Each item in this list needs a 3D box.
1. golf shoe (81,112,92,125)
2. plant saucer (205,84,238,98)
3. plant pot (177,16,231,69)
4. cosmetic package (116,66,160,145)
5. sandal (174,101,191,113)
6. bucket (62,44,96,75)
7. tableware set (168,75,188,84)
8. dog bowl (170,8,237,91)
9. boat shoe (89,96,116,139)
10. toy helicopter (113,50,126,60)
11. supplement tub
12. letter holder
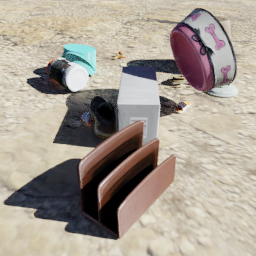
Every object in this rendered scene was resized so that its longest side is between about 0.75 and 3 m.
[{"bbox_3d":[-1.365,-0.288,9.221,0.357,0.294,0.781,-11,25,-2],"label":"golf shoe"},{"bbox_3d":[3.763,-1.653,11.305,1.351,0.339,1.351,0,32,0],"label":"plant saucer"},{"bbox_3d":[3.729,-3.899,13.054,2.662,2.310,2.662,1,33,-1],"label":"plant pot"},{"bbox_3d":[0.315,-0.760,8.764,1.301,1.541,2.884,0,30,0],"label":"cosmetic package"},{"bbox_3d":[1.967,-0.837,10.005,0.353,0.264,0.922,25,42,29],"label":"sandal"},{"bbox_3d":[-2.217,-3.109,12.735,1.667,1.085,1.667,6,28,-3],"label":"bucket"},{"bbox_3d":[2.621,-2.195,11.929,1.714,0.344,1.133,-3,21,-2],"label":"tableware set"},{"bbox_3d":[2.263,-2.344,8.939,0.967,2.622,2.622,-29,36,-3],"label":"dog bowl"},{"bbox_3d":[-0.752,-0.512,9.000,0.802,0.710,2.191,8,32,-23],"label":"boat shoe"},{"bbox_3d":[-0.472,-3.777,14.830,0.508,0.303,0.768,32,54,27],"label":"toy helicopter"},{"bbox_3d":[-2.544,-2.234,11.520,1.092,1.092,1.782,-26,40,-35],"label":"supplement tub"},{"bbox_3d":[0.075,0.932,6.049,1.084,1.532,2.155,22,38,31],"label":"letter holder"}]
